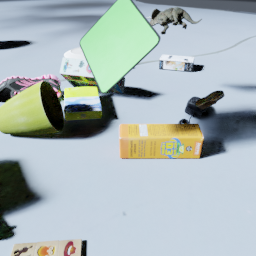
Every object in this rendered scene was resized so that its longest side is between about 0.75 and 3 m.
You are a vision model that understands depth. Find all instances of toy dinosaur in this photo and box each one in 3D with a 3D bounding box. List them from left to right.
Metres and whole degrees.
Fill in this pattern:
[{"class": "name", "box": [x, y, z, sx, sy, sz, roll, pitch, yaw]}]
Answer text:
[{"class": "toy dinosaur", "box": [1.664, -4.181, 10.539, 2.128, 0.819, 1.088, -9, 64, 17]}]

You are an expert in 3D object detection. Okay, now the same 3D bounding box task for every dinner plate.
[{"class": "dinner plate", "box": [-2.951, -4.929, 18.332, 2.471, 0.300, 2.471, 0, 33, 0]}]

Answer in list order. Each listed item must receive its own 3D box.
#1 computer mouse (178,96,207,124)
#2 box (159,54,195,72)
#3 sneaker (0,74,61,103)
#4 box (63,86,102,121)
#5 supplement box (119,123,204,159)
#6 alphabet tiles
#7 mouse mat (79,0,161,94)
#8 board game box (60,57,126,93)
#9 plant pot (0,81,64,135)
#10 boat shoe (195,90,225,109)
[{"class": "computer mouse", "box": [2.444, -0.385, 10.808, 0.804, 0.467, 2.742, 25, 42, 10]}, {"class": "box", "box": [2.787, -3.720, 16.031, 1.903, 0.572, 1.110, 8, 32, 12]}, {"class": "sneaker", "box": [-4.252, -1.535, 12.129, 2.912, 1.150, 1.389, -14, 45, -20]}, {"class": "box", "box": [-1.887, -1.017, 11.574, 1.466, 0.573, 2.404, -5, 32, -9]}, {"class": "supplement box", "box": [1.021, 0.415, 8.960, 2.606, 0.867, 0.897, -2, 32, -2]}, {"class": "alphabet tiles", "box": [-1.637, 3.304, 4.949, 2.495, 0.113, 2.985, -3, 31, -4]}, {"class": "mouse mat", "box": [-0.356, -2.316, 7.504, 0.095, 2.038, 2.533, 26, 30, -49]}, {"class": "board game box", "box": [-1.513, -2.321, 12.574, 2.489, 0.800, 1.836, 7, -10, 12]}, {"class": "plant pot", "box": [-3.531, -0.485, 9.835, 1.972, 1.845, 1.845, -16, 31, 7]}, {"class": "boat shoe", "box": [2.700, -0.899, 9.109, 1.011, 0.301, 0.363, -26, 39, 37]}]
